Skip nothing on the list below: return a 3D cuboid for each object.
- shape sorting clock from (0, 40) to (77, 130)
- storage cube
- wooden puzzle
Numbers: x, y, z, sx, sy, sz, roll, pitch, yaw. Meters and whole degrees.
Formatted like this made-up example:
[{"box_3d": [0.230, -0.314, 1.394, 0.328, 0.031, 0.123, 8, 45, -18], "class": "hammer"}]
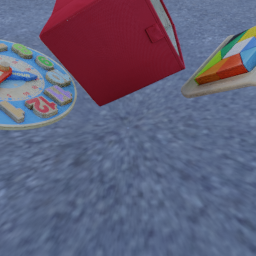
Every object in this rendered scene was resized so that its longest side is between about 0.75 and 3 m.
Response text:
[{"box_3d": [-1.762, -0.739, 3.949, 2.135, 0.419, 2.135, 20, 37, -16], "class": "shape sorting clock"}, {"box_3d": [-0.148, -1.309, 3.779, 1.331, 1.481, 1.266, -22, 42, 21], "class": "storage cube"}, {"box_3d": [1.654, -1.079, 4.005, 1.552, 0.312, 1.678, -47, 19, -14], "class": "wooden puzzle"}]
